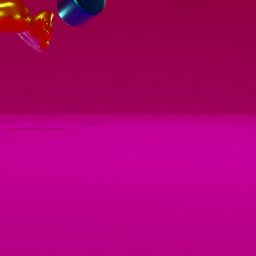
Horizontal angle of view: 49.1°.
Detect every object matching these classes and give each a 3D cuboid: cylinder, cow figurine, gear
[{"bbox_3d":[-1.505,-3.999,8.954,1.179,1.179,1.179,-2,-1,-35],"label":"cylinder"},{"bbox_3d":[-2.510,-2.407,6.343,1.597,1.571,0.876,-19,-27,-25],"label":"cow figurine"},{"bbox_3d":[-3.170,-2.927,8.978,1.169,0.216,1.169,37,-10,8],"label":"gear"}]
